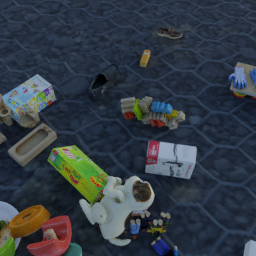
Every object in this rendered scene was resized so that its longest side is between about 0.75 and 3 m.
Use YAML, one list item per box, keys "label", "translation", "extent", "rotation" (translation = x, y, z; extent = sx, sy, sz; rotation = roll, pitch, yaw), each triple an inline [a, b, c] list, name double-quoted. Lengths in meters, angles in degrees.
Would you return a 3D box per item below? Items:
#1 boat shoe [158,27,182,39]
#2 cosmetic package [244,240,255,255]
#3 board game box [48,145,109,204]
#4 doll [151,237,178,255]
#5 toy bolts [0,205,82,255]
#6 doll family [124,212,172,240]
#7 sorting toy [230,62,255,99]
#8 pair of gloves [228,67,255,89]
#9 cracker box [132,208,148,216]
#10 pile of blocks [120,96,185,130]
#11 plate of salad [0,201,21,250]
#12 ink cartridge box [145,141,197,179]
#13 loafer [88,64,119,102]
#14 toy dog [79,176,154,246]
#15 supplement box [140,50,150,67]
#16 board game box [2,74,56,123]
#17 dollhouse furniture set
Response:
- label: "boat shoe"
  translation: [2.123, -4.855, 14.141]
  extent: [1.244, 0.448, 0.449]
  rotation: [13, 55, 9]
- label: "cosmetic package"
  translation: [3.480, 3.703, 7.863]
  extent: [0.386, 0.489, 0.910]
  rotation: [19, 57, 14]
- label: "board game box"
  translation: [-1.467, 1.424, 9.044]
  extent: [2.122, 0.505, 1.078]
  rotation: [37, 20, 22]
- label: "doll"
  translation: [1.145, 3.623, 8.071]
  extent: [0.675, 0.240, 0.989]
  rotation: [-29, 59, -26]
- label: "toy bolts"
  translation: [-2.278, 3.430, 7.470]
  extent: [2.650, 1.838, 2.532]
  rotation: [-16, 15, 20]
- label: "doll family"
  translation: [0.603, 2.929, 8.280]
  extent: [1.431, 0.827, 0.561]
  rotation: [5, 43, 1]
- label: "sorting toy"
  translation: [5.262, -1.853, 11.861]
  extent: [1.667, 0.584, 1.677]
  rotation: [18, 56, 13]
- label: "pair of gloves"
  translation: [4.987, -2.048, 11.526]
  extent: [1.660, 0.189, 1.334]
  rotation: [9, 54, 7]
- label: "cracker box"
  translation: [0.325, 2.387, 8.982]
  extent: [0.533, 0.230, 0.796]
  rotation: [-3, 53, -2]
- label: "pile of blocks"
  translation: [0.894, -0.517, 10.610]
  extent: [2.528, 1.038, 0.786]
  rotation: [10, 54, 7]
- label: "plate of salad"
  translation: [-4.223, 3.139, 8.264]
  extent: [2.113, 0.508, 2.113]
  rotation: [0, 55, 0]
- label: "ink cartridge box"
  translation: [1.409, 1.076, 9.368]
  extent: [1.564, 1.148, 0.648]
  rotation: [7, 54, 7]
- label: "loafer"
  translation: [-0.993, -2.054, 11.891]
  extent: [0.741, 0.767, 2.184]
  rotation: [23, 57, 14]
- label: "toy dog"
  translation: [-0.151, 2.187, 8.075]
  extent: [1.901, 1.327, 1.843]
  rotation: [-37, 59, 1]
- label: "supplement box"
  translation: [0.795, -3.240, 13.056]
  extent: [0.309, 0.299, 0.898]
  rotation: [11, 54, 8]
- label: "board game box"
  translation: [-3.928, -1.142, 11.129]
  extent: [0.937, 0.921, 1.787]
  rotation: [37, 62, 24]
- label: "dollhouse furniture set"
  translation: [-4.045, -0.092, 9.695]
  extent: [2.149, 1.751, 2.043]
  rotation: [36, 60, 17]
